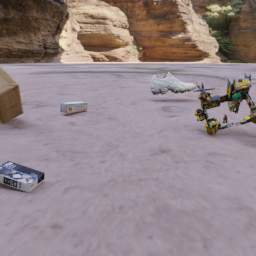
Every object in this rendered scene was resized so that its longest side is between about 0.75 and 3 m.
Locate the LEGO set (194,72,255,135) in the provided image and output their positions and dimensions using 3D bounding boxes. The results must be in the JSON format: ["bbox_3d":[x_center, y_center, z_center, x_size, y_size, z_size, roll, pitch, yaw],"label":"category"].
[{"bbox_3d":[2.673,-0.690,7.388,1.803,1.045,1.386,-8,58,11],"label":"LEGO set"}]

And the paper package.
[{"bbox_3d":[-3.910,-1.085,8.515,1.362,1.429,0.739,43,57,17],"label":"paper package"}]

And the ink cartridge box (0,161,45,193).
[{"bbox_3d":[-1.974,0.801,4.831,0.947,0.186,0.471,14,20,11],"label":"ink cartridge box"}]

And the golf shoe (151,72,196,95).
[{"bbox_3d":[2.020,-2.005,12.393,2.052,0.998,0.803,-3,0,-9],"label":"golf shoe"}]

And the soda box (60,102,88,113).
[{"bbox_3d":[-1.936,-0.757,10.108,0.359,0.334,1.049,12,12,32],"label":"soda box"}]
